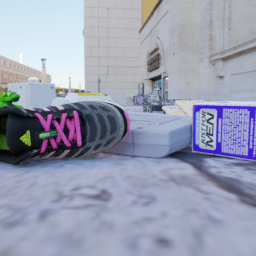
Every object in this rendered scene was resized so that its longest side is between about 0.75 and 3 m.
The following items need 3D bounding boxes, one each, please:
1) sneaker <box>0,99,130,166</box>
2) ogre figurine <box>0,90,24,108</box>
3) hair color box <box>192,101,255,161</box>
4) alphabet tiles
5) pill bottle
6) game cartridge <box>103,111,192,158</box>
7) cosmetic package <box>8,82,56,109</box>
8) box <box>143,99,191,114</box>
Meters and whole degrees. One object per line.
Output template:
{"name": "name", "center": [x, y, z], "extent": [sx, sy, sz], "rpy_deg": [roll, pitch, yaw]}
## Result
{"name": "sneaker", "center": [-1.072, 0.076, 3.573], "extent": [2.190, 0.808, 0.958], "rpy_deg": [-3, 6, 5]}
{"name": "ogre figurine", "center": [-2.328, -0.189, 5.804], "extent": [1.191, 0.974, 1.986], "rpy_deg": [20, 26, 13]}
{"name": "hair color box", "center": [2.315, 0.034, 3.802], "extent": [2.522, 0.817, 1.379], "rpy_deg": [8, 11, 43]}
{"name": "alphabet tiles", "center": [2.501, -0.577, 9.752], "extent": [2.405, 0.179, 2.458], "rpy_deg": [-1, 21, -7]}
{"name": "pill bottle", "center": [-1.450, -0.605, 9.019], "extent": [1.859, 1.041, 1.041], "rpy_deg": [-5, 8, -40]}
{"name": "game cartridge", "center": [-0.018, 0.026, 4.971], "extent": [2.466, 0.499, 1.644], "rpy_deg": [7, 10, 40]}
{"name": "cosmetic package", "center": [-5.479, -1.676, 16.023], "extent": [2.135, 1.787, 1.776], "rpy_deg": [4, 7, 36]}
{"name": "box", "center": [1.958, -0.844, 12.250], "extent": [2.346, 0.637, 2.929], "rpy_deg": [0, 10, -4]}
